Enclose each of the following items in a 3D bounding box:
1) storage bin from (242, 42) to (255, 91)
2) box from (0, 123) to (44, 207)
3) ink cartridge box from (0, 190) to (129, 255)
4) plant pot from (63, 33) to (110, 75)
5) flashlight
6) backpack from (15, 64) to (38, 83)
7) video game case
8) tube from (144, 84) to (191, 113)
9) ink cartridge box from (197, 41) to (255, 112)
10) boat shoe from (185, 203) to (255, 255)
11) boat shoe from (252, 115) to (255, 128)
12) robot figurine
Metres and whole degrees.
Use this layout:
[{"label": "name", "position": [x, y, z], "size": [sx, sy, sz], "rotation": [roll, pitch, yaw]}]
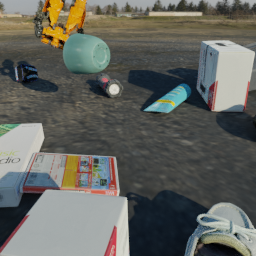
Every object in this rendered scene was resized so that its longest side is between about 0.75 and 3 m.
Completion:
[{"label": "storage bin", "position": [5.424, -2.412, 11.870], "size": [2.450, 1.783, 1.646], "rotation": [-13, 39, 14]}, {"label": "box", "position": [-3.165, 0.695, 6.228], "size": [2.062, 0.519, 2.857], "rotation": [-2, 24, -6]}, {"label": "ink cartridge box", "position": [-0.566, 1.592, 3.093], "size": [1.031, 1.425, 1.036], "rotation": [2, 23, 11]}, {"label": "plant pot", "position": [-1.174, -2.231, 8.575], "size": [1.015, 1.264, 1.264], "rotation": [15, 27, 36]}, {"label": "flashlight", "position": [-0.824, -1.882, 11.854], "size": [0.727, 0.730, 2.148], "rotation": [13, 18, -22]}, {"label": "backpack", "position": [-4.801, -2.593, 13.366], "size": [0.621, 0.843, 0.924], "rotation": [-6, 4, 31]}, {"label": "video game case", "position": [-1.146, 0.936, 5.863], "size": [1.852, 0.162, 1.324], "rotation": [4, 23, -8]}, {"label": "tube", "position": [1.551, -0.992, 10.144], "size": [0.897, 0.584, 2.318], "rotation": [2, 25, 37]}, {"label": "ink cartridge box", "position": [3.505, -2.060, 10.544], "size": [1.198, 2.065, 2.862], "rotation": [1, 24, 3]}, {"label": "boat shoe", "position": [1.141, 1.745, 3.396], "size": [1.013, 0.881, 2.748], "rotation": [12, 26, 25]}, {"label": "boat shoe", "position": [3.959, -0.161, 8.092], "size": [0.655, 0.712, 1.994], "rotation": [-17, 20, 45]}, {"label": "robot figurine", "position": [-2.314, -3.810, 9.945], "size": [1.791, 2.471, 0.719], "rotation": [18, -22, -17]}]
